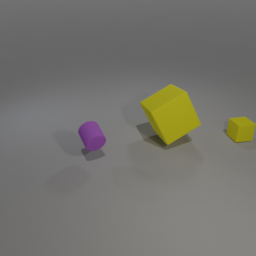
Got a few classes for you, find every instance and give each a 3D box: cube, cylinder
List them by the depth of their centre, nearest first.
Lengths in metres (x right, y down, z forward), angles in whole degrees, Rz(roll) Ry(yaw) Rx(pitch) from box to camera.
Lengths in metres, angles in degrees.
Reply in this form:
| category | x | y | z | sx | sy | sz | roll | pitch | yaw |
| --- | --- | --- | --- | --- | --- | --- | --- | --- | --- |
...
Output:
| category | x | y | z | sx | sy | sz | roll | pitch | yaw |
| --- | --- | --- | --- | --- | --- | --- | --- | --- | --- |
| cylinder | -1.148 | 0.256 | 8.939 | 0.700 | 0.700 | 0.700 | -15 | 50 | -24 |
| cube | 1.484 | -0.522 | 10.027 | 1.400 | 1.400 | 1.400 | -31 | 24 | -2 |
| cube | 4.245 | 0.049 | 10.555 | 0.700 | 0.700 | 0.700 | -5 | 27 | -11 |
